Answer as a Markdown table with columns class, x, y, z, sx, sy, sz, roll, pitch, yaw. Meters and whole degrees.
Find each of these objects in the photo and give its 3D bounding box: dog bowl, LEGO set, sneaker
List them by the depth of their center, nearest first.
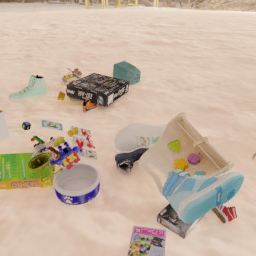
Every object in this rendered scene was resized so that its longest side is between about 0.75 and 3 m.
| class | x | y | z | sx | sy | sz | roll | pitch | yaw |
| --- | --- | --- | --- | --- | --- | --- | --- | --- | --- |
| sneaker | 2.326 | 1.951 | 6.867 | 0.449 | 0.284 | 0.798 | -13 | 39 | -15 |
| sneaker | 1.746 | 1.334 | 6.901 | 2.046 | 0.814 | 1.336 | -18 | 34 | -26 |
| dog bowl | -1.361 | 1.483 | 7.509 | 1.206 | 0.475 | 1.206 | 0 | 29 | 0 |
| sneaker | 0.203 | 0.960 | 8.394 | 1.189 | 0.452 | 0.859 | -13 | 20 | -3 |
| sneaker | 0.802 | 0.329 | 8.950 | 2.438 | 0.918 | 1.079 | -9 | 16 | -19 |
| LEGO set | -2.257 | 0.450 | 9.067 | 2.339 | 0.574 | 1.747 | 14 | 28 | -26 |
| sneaker | -1.605 | -1.031 | 11.993 | 0.357 | 0.516 | 0.921 | 14 | 32 | 24 |
| sneaker | -4.698 | -1.914 | 13.003 | 1.834 | 1.082 | 0.675 | -18 | 35 | -27 |

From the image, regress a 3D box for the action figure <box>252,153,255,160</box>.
| class | x | y | z | sx | sy | sz | roll | pitch | yaw |
| --- | --- | --- | --- | --- | --- | --- | --- | --- | --- |
| action figure | 4.484 | 0.874 | 8.428 | 1.313 | 0.710 | 1.358 | 15 | 32 | 41 |

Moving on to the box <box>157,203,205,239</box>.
| class | x | y | z | sx | sy | sz | roll | pitch | yaw |
| --- | --- | --- | --- | --- | --- | --- | --- | --- | --- |
| box | 1.285 | 2.074 | 6.690 | 0.778 | 0.237 | 0.982 | 24 | 37 | 36 |

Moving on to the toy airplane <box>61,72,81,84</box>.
| class | x | y | z | sx | sy | sz | roll | pitch | yaw |
| --- | --- | --- | --- | --- | --- | --- | --- | --- | --- |
| toy airplane | -2.960 | -2.552 | 14.551 | 0.982 | 0.696 | 0.986 | 0 | 29 | -2 |

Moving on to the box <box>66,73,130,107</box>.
| class | x | y | z | sx | sy | sz | roll | pitch | yaw |
| --- | --- | --- | --- | --- | --- | --- | --- | --- | --- |
| box | -1.327 | -1.858 | 13.038 | 2.031 | 0.552 | 2.536 | 16 | 28 | 16 |

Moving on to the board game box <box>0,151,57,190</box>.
| class | x | y | z | sx | sy | sz | roll | pitch | yaw |
| --- | --- | --- | --- | --- | --- | --- | --- | --- | --- |
| board game box | -3.556 | 1.223 | 8.063 | 2.819 | 0.423 | 1.347 | 0 | 29 | -8 |

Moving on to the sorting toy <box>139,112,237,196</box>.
| class | x | y | z | sx | sy | sz | roll | pitch | yaw |
| --- | --- | --- | --- | --- | --- | --- | --- | --- | --- |
| sorting toy | 1.450 | 0.957 | 7.926 | 2.001 | 1.188 | 2.223 | -26 | 51 | -13 |

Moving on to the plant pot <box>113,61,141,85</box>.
| class | x | y | z | sx | sy | sz | roll | pitch | yaw |
| --- | --- | --- | --- | --- | --- | --- | --- | --- | --- |
| plant pot | -0.010 | -2.877 | 14.949 | 1.321 | 0.933 | 0.933 | 27 | 39 | 31 |

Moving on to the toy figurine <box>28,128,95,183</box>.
| class | x | y | z | sx | sy | sz | roll | pitch | yaw |
| --- | --- | --- | --- | --- | --- | --- | --- | --- | --- |
| toy figurine | -1.775 | 0.950 | 7.978 | 1.811 | 1.085 | 0.955 | -36 | 65 | -19 |

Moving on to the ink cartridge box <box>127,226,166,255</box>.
| class | x | y | z | sx | sy | sz | roll | pitch | yaw |
| --- | --- | --- | --- | --- | --- | --- | --- | --- | --- |
| ink cartridge box | 0.380 | 2.603 | 5.745 | 0.761 | 0.267 | 1.275 | 4 | 31 | 9 |

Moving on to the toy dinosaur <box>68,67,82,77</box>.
| class | x | y | z | sx | sy | sz | roll | pitch | yaw |
| --- | --- | --- | --- | --- | --- | --- | --- | --- | --- |
| toy dinosaur | -2.864 | -3.083 | 15.770 | 1.150 | 0.494 | 0.780 | 29 | 34 | 33 |

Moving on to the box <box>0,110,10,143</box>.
| class | x | y | z | sx | sy | sz | roll | pitch | yaw |
| --- | --- | --- | --- | --- | --- | --- | --- | --- | --- |
| box | -5.401 | 0.156 | 9.222 | 1.435 | 1.125 | 2.308 | 19 | 35 | 31 |

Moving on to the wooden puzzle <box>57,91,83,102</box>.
| class | x | y | z | sx | sy | sz | roll | pitch | yaw |
| --- | --- | --- | --- | --- | --- | --- | --- | --- | --- |
| wooden puzzle | -2.197 | -1.487 | 12.975 | 2.127 | 0.249 | 1.435 | -1 | 28 | -16 |
